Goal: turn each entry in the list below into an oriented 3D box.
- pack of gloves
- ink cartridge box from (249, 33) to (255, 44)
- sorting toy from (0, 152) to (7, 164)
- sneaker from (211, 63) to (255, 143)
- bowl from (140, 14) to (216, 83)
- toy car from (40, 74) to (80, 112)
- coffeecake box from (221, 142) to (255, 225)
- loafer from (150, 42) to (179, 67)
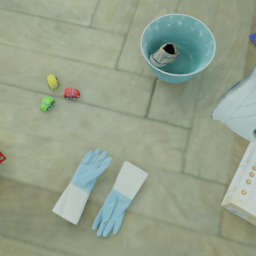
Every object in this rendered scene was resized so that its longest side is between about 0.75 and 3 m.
[{"bbox_3d":[-0.622,1.502,6.608,1.527,0.359,1.817,30,76,-1],"label":"pack of gloves"},{"bbox_3d":[4.755,-2.350,7.865,1.867,0.444,1.889,-26,74,-9],"label":"ink cartridge box"},{"bbox_3d":[-3.827,1.062,6.650,0.947,0.332,1.965,40,69,13],"label":"sorting toy"},{"bbox_3d":[2.609,-0.765,4.838,1.163,2.671,0.995,44,54,12],"label":"sneaker"},{"bbox_3d":[1.238,-1.946,7.411,1.874,0.980,1.874,0,71,-1],"label":"bowl"},{"bbox_3d":[-1.960,-0.870,7.417,1.088,0.243,1.024,33,73,11],"label":"toy car"},{"bbox_3d":[3.350,1.239,6.386,1.576,0.750,2.053,29,73,10],"label":"coffeecake box"},{"bbox_3d":[1.052,-1.950,7.190,0.510,0.446,1.419,44,40,3],"label":"loafer"}]
